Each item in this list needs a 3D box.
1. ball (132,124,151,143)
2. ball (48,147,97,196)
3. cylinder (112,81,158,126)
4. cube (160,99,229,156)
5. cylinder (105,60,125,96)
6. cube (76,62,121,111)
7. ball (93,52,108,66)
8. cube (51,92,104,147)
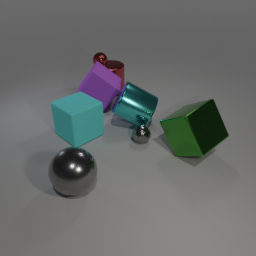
[{"bbox_3d":[0.499,0.219,10.435,0.700,0.700,0.700,0,32,0],"label":"ball"},{"bbox_3d":[-1.590,1.243,8.134,1.400,1.400,1.400,0,32,0],"label":"ball"},{"bbox_3d":[0.267,-0.919,11.124,1.400,1.400,1.400,27,31,-10],"label":"cylinder"},{"bbox_3d":[2.214,0.022,9.436,1.400,1.400,1.400,-31,10,-28],"label":"cube"},{"bbox_3d":[-0.871,-2.512,14.049,1.400,1.400,1.400,0,32,0],"label":"cylinder"},{"bbox_3d":[-1.273,-1.814,12.398,1.400,1.400,1.400,34,26,-17],"label":"cube"},{"bbox_3d":[-1.299,-3.187,13.127,0.700,0.700,0.700,0,32,0],"label":"ball"},{"bbox_3d":[-1.892,-0.361,10.654,1.400,1.400,1.400,-27,41,-36],"label":"cube"}]
